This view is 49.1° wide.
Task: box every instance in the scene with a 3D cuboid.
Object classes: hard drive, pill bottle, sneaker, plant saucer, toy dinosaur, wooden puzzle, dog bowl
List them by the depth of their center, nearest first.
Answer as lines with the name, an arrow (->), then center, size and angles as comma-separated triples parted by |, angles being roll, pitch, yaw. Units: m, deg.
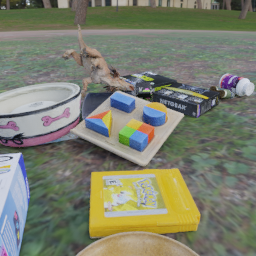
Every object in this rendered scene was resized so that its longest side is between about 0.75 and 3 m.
plant saucer -> 0.137, 2.191, 3.434 | 2.113, 0.374, 2.113 | 0, 24, 0
wooden puzzle -> 0.036, -0.254, 7.803 | 2.353, 0.588, 2.541 | 22, 43, 25
dog bowl -> -2.743, -0.447, 8.293 | 2.904, 1.071, 2.904 | -7, 23, 3
hard drive -> -0.610, -0.635, 9.606 | 1.846, 0.579, 2.738 | -1, 23, -4
toy dinosaur -> -1.093, -2.202, 9.946 | 1.182, 2.754, 1.866 | -29, -1, 35
sneaker -> 3.956, -1.455, 11.768 | 0.569, 0.425, 1.266 | 9, 15, -15
pill bottle -> 4.689, -1.839, 12.107 | 0.779, 0.779, 1.385 | -13, 27, -28

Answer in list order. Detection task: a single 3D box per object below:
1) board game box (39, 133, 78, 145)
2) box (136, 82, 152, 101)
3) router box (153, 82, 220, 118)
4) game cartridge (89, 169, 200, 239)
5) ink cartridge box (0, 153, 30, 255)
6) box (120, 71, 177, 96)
board game box -> -2.193, 0.072, 8.419 | 1.125, 0.245, 1.131 | -9, 26, -22
box -> 0.625, -1.423, 11.029 | 0.582, 0.487, 0.784 | -1, -19, 8
router box -> 2.190, -1.119, 10.625 | 2.001, 0.523, 1.574 | 23, 37, 39
game cartridge -> 0.242, 1.351, 5.438 | 1.941, 0.315, 1.711 | -3, 24, -5
ink cartridge box -> -2.704, 1.377, 4.346 | 2.002, 1.120, 2.934 | -5, 26, -10
box -> 0.764, -2.070, 12.959 | 2.105, 0.518, 2.179 | -18, 30, -28
